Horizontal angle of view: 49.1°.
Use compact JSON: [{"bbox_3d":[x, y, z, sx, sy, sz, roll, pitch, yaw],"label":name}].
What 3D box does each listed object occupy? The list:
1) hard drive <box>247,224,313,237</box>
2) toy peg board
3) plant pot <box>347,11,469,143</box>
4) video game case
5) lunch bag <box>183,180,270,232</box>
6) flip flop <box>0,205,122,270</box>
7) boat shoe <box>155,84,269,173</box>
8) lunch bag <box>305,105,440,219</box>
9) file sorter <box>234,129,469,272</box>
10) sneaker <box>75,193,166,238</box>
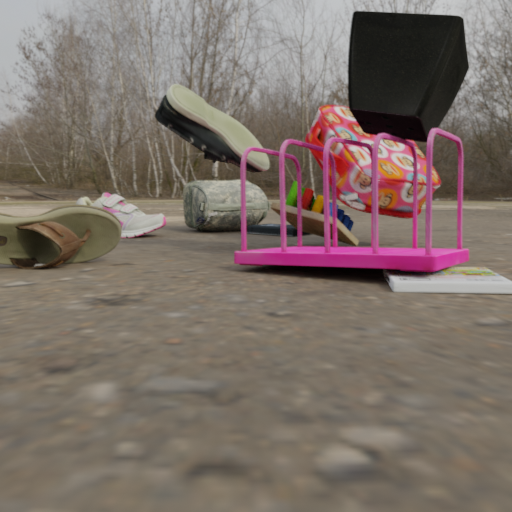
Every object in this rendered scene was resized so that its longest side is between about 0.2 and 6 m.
[{"bbox_3d":[0.642,-0.676,14.570,1.444,0.237,1.008,6,9,38],"label":"hard drive"},{"bbox_3d":[1.277,-0.877,11.152,1.421,0.698,1.427,17,-7,31],"label":"toy peg board"},{"bbox_3d":[2.004,-2.392,7.773,1.449,1.286,1.446,16,-3,25],"label":"plant pot"},{"bbox_3d":[2.389,0.302,7.163,1.394,0.160,1.269,0,7,8],"label":"video game case"},{"bbox_3d":[-0.865,-1.378,15.342,2.053,1.431,1.722,-4,7,-28],"label":"lunch bag"},{"bbox_3d":[-3.279,-0.198,8.434,2.578,1.045,0.742,-2,32,-34],"label":"flip flop"},{"bbox_3d":[-0.794,-2.089,10.053,2.329,0.870,0.772,27,-48,-36],"label":"boat shoe"},{"bbox_3d":[2.146,-1.964,11.233,2.340,1.089,2.657,4,43,-26],"label":"lunch bag"},{"bbox_3d":[1.419,-0.786,8.231,2.911,1.826,2.023,2,4,31],"label":"file sorter"},{"bbox_3d":[-3.455,-1.011,13.836,2.451,1.081,0.997,0,7,2],"label":"sneaker"}]
